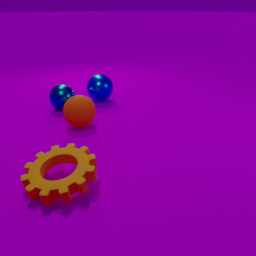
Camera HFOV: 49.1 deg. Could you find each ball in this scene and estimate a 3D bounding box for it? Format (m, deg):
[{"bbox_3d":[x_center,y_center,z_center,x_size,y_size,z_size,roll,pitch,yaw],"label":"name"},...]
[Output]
[{"bbox_3d":[-1.526,-0.524,8.848,1.024,1.024,1.024,0,25,0],"label":"ball"},{"bbox_3d":[-1.103,-1.590,11.049,1.061,1.061,1.061,0,25,0],"label":"ball"},{"bbox_3d":[-2.396,-1.118,10.221,0.949,0.949,0.949,0,25,0],"label":"ball"}]

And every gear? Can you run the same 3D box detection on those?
[{"bbox_3d":[-1.459,0.942,6.047,1.574,0.291,1.574,-5,35,4],"label":"gear"}]
